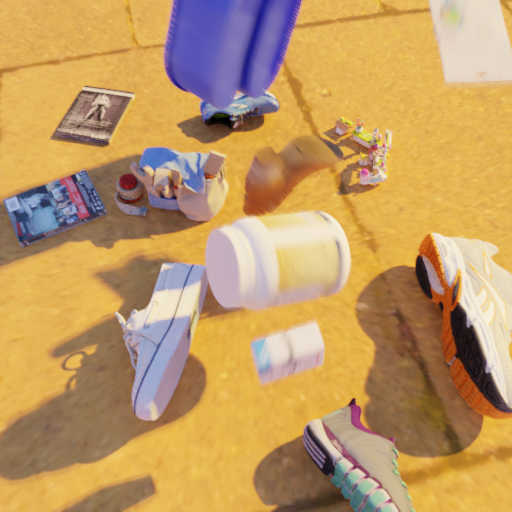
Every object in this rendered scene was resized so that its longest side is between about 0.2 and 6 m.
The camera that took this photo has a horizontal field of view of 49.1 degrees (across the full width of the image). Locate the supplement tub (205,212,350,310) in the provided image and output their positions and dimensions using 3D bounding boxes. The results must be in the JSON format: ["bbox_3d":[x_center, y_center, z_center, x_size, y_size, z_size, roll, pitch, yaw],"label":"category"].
[{"bbox_3d":[0.297,0.064,8.086,1.794,1.295,1.295,-8,53,-28],"label":"supplement tub"}]

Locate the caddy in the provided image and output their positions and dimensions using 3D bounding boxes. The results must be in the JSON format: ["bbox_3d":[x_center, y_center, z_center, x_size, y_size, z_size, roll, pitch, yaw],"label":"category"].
[{"bbox_3d":[-0.550,-4.294,10.313,1.655,3.152,2.228,40,45,20],"label":"caddy"}]

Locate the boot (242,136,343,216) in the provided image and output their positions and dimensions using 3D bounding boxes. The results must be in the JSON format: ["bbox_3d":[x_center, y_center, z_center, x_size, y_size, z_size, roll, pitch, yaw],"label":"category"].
[{"bbox_3d":[0.562,-1.235,9.175,1.652,1.283,0.634,-19,59,-26],"label":"boot"}]

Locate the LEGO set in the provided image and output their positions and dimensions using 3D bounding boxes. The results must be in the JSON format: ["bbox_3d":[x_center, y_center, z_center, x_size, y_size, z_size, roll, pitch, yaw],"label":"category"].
[{"bbox_3d":[2.452,-2.518,12.189,0.958,0.775,2.082,-10,55,-7],"label":"LEGO set"}]

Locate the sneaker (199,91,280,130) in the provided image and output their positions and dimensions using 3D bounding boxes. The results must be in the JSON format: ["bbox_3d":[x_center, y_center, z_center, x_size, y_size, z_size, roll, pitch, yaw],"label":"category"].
[{"bbox_3d":[-0.364,-3.271,12.873,1.843,0.724,0.822,-7,65,3],"label":"sneaker"}]

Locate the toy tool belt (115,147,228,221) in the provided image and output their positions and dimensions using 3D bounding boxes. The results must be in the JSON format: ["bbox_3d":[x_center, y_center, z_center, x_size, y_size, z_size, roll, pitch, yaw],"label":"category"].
[{"bbox_3d":[-1.732,-1.643,11.151,2.345,1.441,1.464,5,55,4],"label":"toy tool belt"}]

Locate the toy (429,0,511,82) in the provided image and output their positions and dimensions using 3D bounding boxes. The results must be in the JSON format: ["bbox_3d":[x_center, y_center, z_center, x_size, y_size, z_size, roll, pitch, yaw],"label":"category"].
[{"bbox_3d":[3.226,-3.747,8.865,1.298,0.532,2.254,-7,85,-15],"label":"toy"}]

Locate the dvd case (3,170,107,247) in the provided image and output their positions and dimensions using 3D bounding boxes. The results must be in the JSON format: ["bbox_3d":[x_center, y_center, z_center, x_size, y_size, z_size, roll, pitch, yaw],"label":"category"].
[{"bbox_3d":[-4.123,-1.004,11.471,1.779,0.196,1.299,-24,58,-18],"label":"dvd case"}]

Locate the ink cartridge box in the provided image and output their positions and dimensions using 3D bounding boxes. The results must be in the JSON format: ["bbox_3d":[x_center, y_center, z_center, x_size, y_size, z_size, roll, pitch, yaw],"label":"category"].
[{"bbox_3d":[0.414,1.272,7.300,0.886,0.649,0.380,-16,59,-4],"label":"ink cartridge box"}]

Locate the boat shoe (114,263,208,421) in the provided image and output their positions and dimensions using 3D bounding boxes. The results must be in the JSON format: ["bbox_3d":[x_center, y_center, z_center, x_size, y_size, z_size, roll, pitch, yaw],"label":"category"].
[{"bbox_3d":[-1.757,1.245,9.317,1.261,1.093,2.958,10,53,7],"label":"boat shoe"}]

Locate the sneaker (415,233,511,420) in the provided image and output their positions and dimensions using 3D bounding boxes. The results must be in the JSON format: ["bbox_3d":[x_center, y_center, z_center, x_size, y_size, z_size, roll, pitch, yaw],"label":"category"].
[{"bbox_3d":[3.946,0.990,9.432,1.586,1.305,3.447,-2,56,-7],"label":"sneaker"}]

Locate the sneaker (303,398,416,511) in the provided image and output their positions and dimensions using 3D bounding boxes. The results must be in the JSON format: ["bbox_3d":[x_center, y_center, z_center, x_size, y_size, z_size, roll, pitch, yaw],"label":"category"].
[{"bbox_3d":[1.873,3.234,7.995,1.167,0.992,2.667,-27,58,-24],"label":"sneaker"}]

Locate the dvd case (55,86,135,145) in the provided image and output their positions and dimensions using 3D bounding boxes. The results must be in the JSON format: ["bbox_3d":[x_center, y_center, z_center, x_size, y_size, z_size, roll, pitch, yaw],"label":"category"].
[{"bbox_3d":[-3.749,-3.338,13.166,1.310,0.141,1.761,10,55,7],"label":"dvd case"}]
